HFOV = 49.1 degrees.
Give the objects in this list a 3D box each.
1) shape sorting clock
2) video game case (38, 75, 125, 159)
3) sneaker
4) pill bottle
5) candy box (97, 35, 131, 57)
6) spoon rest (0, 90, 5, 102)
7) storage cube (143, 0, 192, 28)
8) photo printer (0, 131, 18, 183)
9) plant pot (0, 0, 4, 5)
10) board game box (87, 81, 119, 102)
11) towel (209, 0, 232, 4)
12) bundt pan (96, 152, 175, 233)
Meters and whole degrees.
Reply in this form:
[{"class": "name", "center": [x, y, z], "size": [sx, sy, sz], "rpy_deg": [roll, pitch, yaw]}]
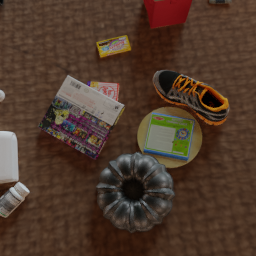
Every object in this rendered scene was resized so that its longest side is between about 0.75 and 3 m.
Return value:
[{"class": "shape sorting clock", "center": [1.351, 0.276, 9.161], "size": [2.084, 0.409, 2.084], "rpy_deg": [-2, 74, 7]}, {"class": "video game case", "center": [-1.515, -0.360, 9.196], "size": [2.209, 0.395, 2.002], "rpy_deg": [28, 86, 8]}, {"class": "sneaker", "center": [2.127, -1.196, 9.275], "size": [2.821, 1.090, 1.104], "rpy_deg": [30, 77, 10]}, {"class": "pill bottle", "center": [-3.527, 2.169, 8.515], "size": [0.554, 0.554, 0.979], "rpy_deg": [42, 77, 11]}, {"class": "candy box", "center": [-0.523, -3.012, 10.312], "size": [1.167, 0.154, 0.596], "rpy_deg": [-15, 76, -5]}, {"class": "spoon rest", "center": [-4.748, -1.200, 9.737], "size": [0.920, 0.279, 0.457], "rpy_deg": [22, 75, -7]}, {"class": "storage cube", "center": [1.416, -4.707, 10.156], "size": [1.610, 1.447, 1.376], "rpy_deg": [-11, 73, -4]}, {"class": "photo printer", "center": [-4.209, 0.929, 8.876], "size": [1.392, 0.581, 1.673], "rpy_deg": [-7, 74, -2]}, {"class": "plant pot", "center": [-5.625, -5.436, 10.407], "size": [1.271, 1.433, 1.429], "rpy_deg": [-7, 77, 16]}, {"class": "board game box", "center": [-0.887, -1.155, 9.685], "size": [1.106, 0.256, 0.838], "rpy_deg": [3, 73, 1]}, {"class": "towel", "center": [3.598, -5.299, 11.038], "size": [0.895, 0.160, 0.929], "rpy_deg": [0, 75, 3]}, {"class": "bundt pan", "center": [0.157, 1.847, 8.265], "size": [2.465, 0.925, 2.465], "rpy_deg": [-2, 75, 8]}]
